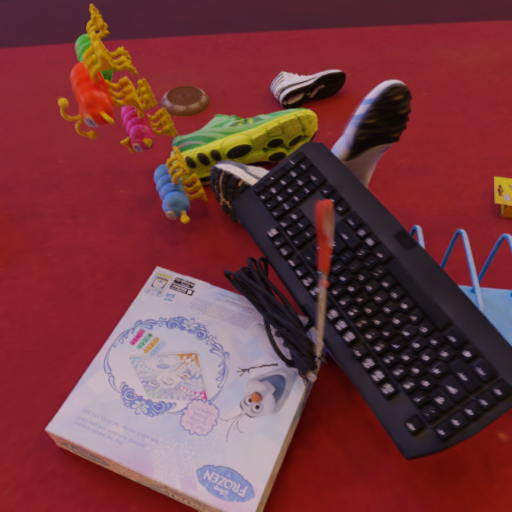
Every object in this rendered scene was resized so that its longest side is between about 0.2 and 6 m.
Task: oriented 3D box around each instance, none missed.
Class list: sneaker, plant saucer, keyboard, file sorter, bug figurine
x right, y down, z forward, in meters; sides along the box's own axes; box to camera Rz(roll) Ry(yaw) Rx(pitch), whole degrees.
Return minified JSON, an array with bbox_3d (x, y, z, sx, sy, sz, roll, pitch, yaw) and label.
[{"bbox_3d":[1.201,-4.317,13.707,1.876,0.708,1.079,-23,54,-16],"label":"sneaker"},{"bbox_3d":[-1.734,-3.807,13.589,1.214,0.222,1.214,-1,48,1],"label":"plant saucer"},{"bbox_3d":[-0.240,-2.574,11.801,3.329,1.233,1.391,-18,55,-15],"label":"sneaker"},{"bbox_3d":[1.642,-1.784,8.964,0.903,2.512,0.910,1,52,-19],"label":"sneaker"},{"bbox_3d":[1.025,0.453,7.498,2.516,0.958,4.834,-42,55,11],"label":"keyboard"},{"bbox_3d":[0.577,-1.066,10.610,3.045,1.182,1.314,27,52,10],"label":"sneaker"},{"bbox_3d":[3.598,0.811,8.334,2.921,1.792,2.027,5,48,2],"label":"file sorter"},{"bbox_3d":[-2.221,-2.360,9.820,0.991,3.853,2.988,-27,55,6],"label":"bug figurine"}]

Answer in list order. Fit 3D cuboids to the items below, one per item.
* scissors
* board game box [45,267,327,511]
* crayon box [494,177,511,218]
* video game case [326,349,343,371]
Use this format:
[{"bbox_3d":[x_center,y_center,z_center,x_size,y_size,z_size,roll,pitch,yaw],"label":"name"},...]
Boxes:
[{"bbox_3d":[0.898,0.255,7.253,0.142,0.747,2.043,-2,85,16],"label":"scissors"},{"bbox_3d":[-0.841,1.869,8.159,3.057,0.663,3.042,18,52,16],"label":"board game box"},{"bbox_3d":[5.360,-1.091,11.077,1.345,0.342,0.854,12,49,10],"label":"crayon box"},{"bbox_3d":[1.742,1.494,8.906,1.063,0.126,0.968,-23,52,-21],"label":"video game case"}]
